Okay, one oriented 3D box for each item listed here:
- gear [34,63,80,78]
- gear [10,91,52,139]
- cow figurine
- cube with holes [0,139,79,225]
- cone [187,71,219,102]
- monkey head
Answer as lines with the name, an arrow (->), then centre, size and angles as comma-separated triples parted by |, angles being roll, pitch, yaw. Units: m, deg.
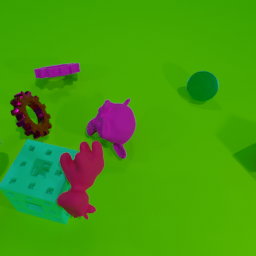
gear -> -2.144, -1.760, 8.532 | 1.337, 0.247, 1.337 | -6, 18, 2
gear -> -2.411, -0.332, 7.048 | 0.228, 1.232, 1.232 | -24, 50, 16
cow figurine -> -0.859, 1.013, 5.443 | 0.708, 1.270, 1.291 | -4, 17, 30
cube with holes -> -1.767, 1.176, 6.097 | 1.190, 1.190, 1.190 | 12, 53, 9
cone -> 2.241, -1.312, 8.419 | 0.884, 0.884, 0.887 | 14, 20, 11
monkey head -> -0.415, -0.061, 7.202 | 1.037, 1.238, 1.721 | 21, 60, -30
